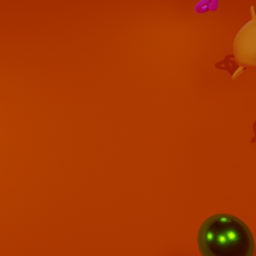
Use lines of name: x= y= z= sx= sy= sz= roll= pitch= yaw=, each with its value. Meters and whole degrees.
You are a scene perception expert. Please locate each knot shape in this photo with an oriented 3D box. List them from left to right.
knot shape: x=2.250 y=-3.541 z=7.675 sx=0.493 sy=0.999 sz=1.068 roll=27 pitch=60 yaw=-7

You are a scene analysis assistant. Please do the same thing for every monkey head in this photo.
monkey head: x=2.727 y=-1.697 z=5.890 sx=0.933 sy=1.114 sz=1.548 roll=16 pitch=98 yaw=27

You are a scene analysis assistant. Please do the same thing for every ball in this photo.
ball: x=1.578 y=1.847 z=4.544 sx=0.890 sy=0.890 sz=0.890 roll=0 pitch=59 yaw=0
